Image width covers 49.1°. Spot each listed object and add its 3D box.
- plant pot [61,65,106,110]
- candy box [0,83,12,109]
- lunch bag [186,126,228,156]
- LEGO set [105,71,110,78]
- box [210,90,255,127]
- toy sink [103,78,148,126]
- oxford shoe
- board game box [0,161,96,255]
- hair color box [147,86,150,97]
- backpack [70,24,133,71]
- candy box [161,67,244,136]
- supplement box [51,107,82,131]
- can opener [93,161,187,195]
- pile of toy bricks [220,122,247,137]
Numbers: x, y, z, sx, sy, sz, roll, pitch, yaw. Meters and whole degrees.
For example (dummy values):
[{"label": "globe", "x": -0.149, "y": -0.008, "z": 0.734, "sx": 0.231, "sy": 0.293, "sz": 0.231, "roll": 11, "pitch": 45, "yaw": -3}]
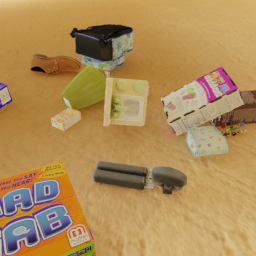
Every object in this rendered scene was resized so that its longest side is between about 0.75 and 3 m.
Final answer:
[{"label": "plant pot", "x": -1.974, "y": -1.578, "z": 12.244, "sx": 1.755, "sy": 1.642, "sz": 1.642, "roll": -40, "pitch": 51, "yaw": -23}, {"label": "candy box", "x": -6.857, "y": -1.307, "z": 12.144, "sx": 2.590, "sy": 0.997, "sz": 2.190, "roll": 18, "pitch": 42, "yaw": 21}, {"label": "lunch bag", "x": 2.755, "y": 0.539, "z": 9.850, "sx": 1.128, "sy": 0.807, "sz": 1.324, "roll": -4, "pitch": 31, "yaw": -7}, {"label": "LEGO set", "x": -0.813, "y": -1.702, "z": 11.109, "sx": 0.257, "sy": 0.781, "sz": 1.045, "roll": 4, "pitch": 53, "yaw": -2}, {"label": "box", "x": 4.569, "y": -0.848, "z": 11.613, "sx": 2.499, "sy": 0.936, "sz": 1.251, "roll": -6, "pitch": 37, "yaw": -5}, {"label": "toy sink", "x": -0.036, "y": -0.984, "z": 10.307, "sx": 1.418, "sy": 1.650, "sz": 2.532, "roll": 4, "pitch": 9, "yaw": 1}, {"label": "oxford shoe", "x": -3.879, "y": -3.231, "z": 14.982, "sx": 2.859, "sy": 1.020, "sz": 1.019, "roll": 5, "pitch": 60, "yaw": 13}, {"label": "board game box", "x": -2.056, "y": 2.536, "z": 5.915, "sx": 2.276, "sy": 2.274, "sz": 2.274, "roll": -16, "pitch": 40, "yaw": -20}, {"label": "hair color box", "x": 0.370, "y": -1.766, "z": 13.274, "sx": 1.229, "sy": 0.393, "sz": 0.682, "roll": 12, "pitch": 39, "yaw": 17}, {"label": "backpack", "x": -1.194, "y": -4.546, "z": 15.488, "sx": 2.683, "sy": 2.154, "sz": 2.931, "roll": 22, "pitch": 40, "yaw": 28}, {"label": "candy box", "x": 2.787, "y": -1.050, "z": 10.924, "sx": 2.748, "sy": 0.838, "sz": 1.874, "roll": -26, "pitch": 34, "yaw": 15}, {"label": "supplement box", "x": -2.502, "y": -0.375, "z": 11.401, "sx": 0.668, "sy": 0.390, "sz": 1.060, "roll": 22, "pitch": 42, "yaw": 27}, {"label": "can opener", "x": 0.347, "y": 1.411, "z": 8.644, "sx": 2.912, "sy": 0.968, "sz": 0.767, "roll": 4, "pitch": 38, "yaw": 13}, {"label": "pile of toy bricks", "x": 3.995, "y": 0.044, "z": 10.859, "sx": 1.033, "sy": 0.573, "sz": 0.510, "roll": -14, "pitch": -1, "yaw": -2}]
